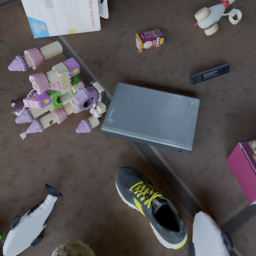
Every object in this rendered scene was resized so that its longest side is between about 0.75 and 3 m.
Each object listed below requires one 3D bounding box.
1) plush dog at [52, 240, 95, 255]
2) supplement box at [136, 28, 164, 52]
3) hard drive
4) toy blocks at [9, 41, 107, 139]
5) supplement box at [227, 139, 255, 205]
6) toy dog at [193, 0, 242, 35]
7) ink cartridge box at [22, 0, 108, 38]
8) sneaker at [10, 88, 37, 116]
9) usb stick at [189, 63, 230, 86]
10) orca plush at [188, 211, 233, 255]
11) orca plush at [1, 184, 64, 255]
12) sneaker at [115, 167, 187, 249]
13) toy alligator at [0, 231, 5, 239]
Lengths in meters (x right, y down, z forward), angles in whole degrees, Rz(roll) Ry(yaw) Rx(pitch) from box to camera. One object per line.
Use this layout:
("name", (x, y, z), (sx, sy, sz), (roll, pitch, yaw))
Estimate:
("plush dog", (-0.583, 3.551, 5.265), (2.167, 2.024, 2.523), (23, 58, -13))
("supplement box", (0.779, -3.146, 10.030), (0.932, 0.514, 0.399), (-18, 60, -10))
("hard drive", (0.704, -0.346, 8.336), (2.596, 0.427, 1.812), (13, 59, 8))
("toy blocks", (-2.089, -0.647, 7.510), (2.000, 2.220, 2.376), (-33, 66, -24))
("supplement box", (3.903, 0.932, 7.144), (2.102, 1.085, 1.376), (-13, 59, -8))
("toy dog", (3.202, -4.350, 10.564), (2.025, 1.336, 0.975), (-28, 23, -21))
("ink cartridge box", (-2.230, -4.746, 10.250), (2.876, 1.848, 1.801), (-9, 58, -7))
("sneaker", (-3.253, -0.896, 8.685), (0.676, 0.443, 1.171), (14, 60, 12))
("usb stick", (2.714, -1.777, 9.270), (1.465, 0.406, 0.239), (-20, 26, -12))
("orca plush", (2.105, 2.918, 6.068), (0.795, 1.176, 2.236), (22, 25, -30))
("orca plush", (-2.373, 2.135, 6.665), (0.628, 0.929, 1.766), (10, 70, 49))
("sneaker", (0.577, 1.715, 6.709), (0.885, 1.006, 2.377), (-37, 65, -21))
("toy alligator", (-3.615, 2.648, 6.428), (1.881, 0.558, 0.510), (-7, 96, 15))
